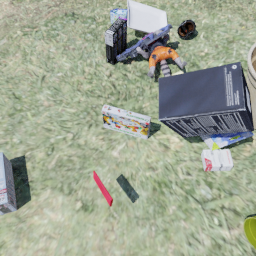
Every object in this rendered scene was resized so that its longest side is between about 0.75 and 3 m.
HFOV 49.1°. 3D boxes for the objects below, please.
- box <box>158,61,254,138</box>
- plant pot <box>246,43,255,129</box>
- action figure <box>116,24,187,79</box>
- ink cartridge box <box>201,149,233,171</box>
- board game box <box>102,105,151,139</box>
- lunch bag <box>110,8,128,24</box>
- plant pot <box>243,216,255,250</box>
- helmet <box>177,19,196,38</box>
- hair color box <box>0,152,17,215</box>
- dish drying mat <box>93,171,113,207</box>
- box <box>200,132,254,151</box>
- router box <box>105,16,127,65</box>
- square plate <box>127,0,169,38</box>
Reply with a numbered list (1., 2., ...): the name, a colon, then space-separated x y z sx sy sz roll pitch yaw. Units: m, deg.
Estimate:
1. box: 2.318 -0.680 8.201 2.254 2.273 1.400 -8 72 27
2. plant pot: 5.383 -1.295 10.139 2.959 2.709 2.959 0 57 0
3. action figure: 1.016 -3.158 12.452 2.790 1.459 2.699 -25 50 11
4. ink cartridge box: 3.153 1.140 9.937 0.948 0.397 0.684 -2 56 0
5. board game box: -0.066 -0.208 10.377 1.784 1.126 0.309 16 58 10
6. lunch bag: -0.448 -5.559 14.071 0.867 0.737 0.552 4 57 3
7. plant pot: 4.312 3.034 8.392 1.107 1.150 1.150 -15 58 -24
8. helmet: 2.844 -4.797 13.516 0.848 0.848 0.808 34 55 20
9. hair color box: -4.146 1.815 9.205 0.547 0.893 1.804 -16 59 -10
10. dish drying mat: -0.716 1.708 7.949 0.097 0.409 1.064 -21 52 -24
11. box: 3.274 -0.190 10.450 1.490 0.582 2.443 -19 48 -12
12. router box: -0.508 -3.828 12.389 0.429 1.678 1.252 26 60 15
13. square plate: 0.945 -5.328 13.870 2.144 0.308 2.164 11 55 -17
